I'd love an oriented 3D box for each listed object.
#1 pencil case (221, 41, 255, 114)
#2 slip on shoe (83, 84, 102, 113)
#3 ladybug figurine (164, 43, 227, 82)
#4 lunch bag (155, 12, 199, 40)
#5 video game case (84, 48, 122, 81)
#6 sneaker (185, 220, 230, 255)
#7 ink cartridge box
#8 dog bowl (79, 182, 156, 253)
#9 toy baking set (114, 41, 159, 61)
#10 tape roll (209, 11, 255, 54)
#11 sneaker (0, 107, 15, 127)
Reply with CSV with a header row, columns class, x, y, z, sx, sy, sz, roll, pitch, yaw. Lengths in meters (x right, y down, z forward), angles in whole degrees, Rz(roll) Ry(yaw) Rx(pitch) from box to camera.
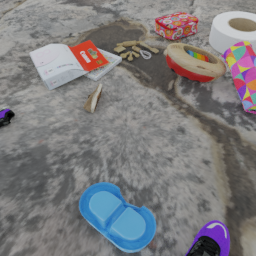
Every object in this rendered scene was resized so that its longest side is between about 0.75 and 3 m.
class,x,y,z,sx,sy,sz,roll,pitch,yaw
pencil case,4.491,-1.882,10.474,1.227,1.227,2.777,-8,65,-8
slip on shoe,-1.319,-1.192,10.746,0.437,0.548,1.442,13,55,1
ladybug figurine,2.652,-2.596,11.375,2.705,0.973,1.836,16,39,-12
lunch bag,2.427,-5.346,14.490,2.022,0.828,1.781,-22,46,-20
video game case,-1.504,-2.937,12.581,1.724,0.217,1.895,26,52,23
sneaker,1.712,3.009,6.299,0.864,1.236,2.485,28,54,24
ink cartridge box,-2.580,-3.014,12.070,2.797,0.798,2.273,-30,52,-8
dog bowl,-0.293,2.369,7.383,2.196,0.544,1.224,30,54,26
toy baking set,0.362,-3.674,13.301,2.002,0.233,1.536,-12,51,-11
tape roll,5.454,-4.548,13.555,2.880,1.007,2.880,1,47,-1
sneaker,-4.532,-0.241,9.895,0.637,0.445,1.281,21,50,17
